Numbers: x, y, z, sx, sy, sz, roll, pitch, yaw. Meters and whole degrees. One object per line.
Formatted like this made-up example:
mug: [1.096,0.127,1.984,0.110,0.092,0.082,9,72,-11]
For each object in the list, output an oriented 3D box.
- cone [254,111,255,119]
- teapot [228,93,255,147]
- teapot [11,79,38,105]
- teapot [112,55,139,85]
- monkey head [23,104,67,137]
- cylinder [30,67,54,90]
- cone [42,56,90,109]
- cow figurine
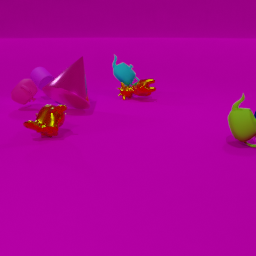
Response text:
cone: [4.035,-0.503,7.456,1.082,1.082,1.086,12,40,30]
teapot: [2.777,-0.149,6.647,0.654,1.335,0.830,-20,4,31]
teapot: [-3.528,-1.188,9.702,0.946,0.745,1.521,-52,13,-18]
teapot: [-0.132,-2.307,11.486,1.577,0.772,0.980,41,18,-11]
monkey head: [-2.124,-0.245,7.131,0.970,0.812,1.348,20,-21,-41]
cylinder: [-3.359,-1.933,11.039,0.707,0.707,0.707,-19,52,-42]
cone: [-1.793,-1.709,9.414,1.631,1.637,1.631,16,-15,4]
cow figurine: [0.308,-1.530,10.932,1.320,0.737,1.342,-6,-3,-13]
